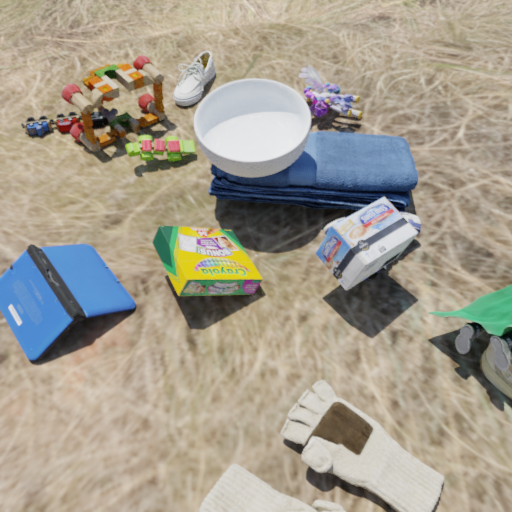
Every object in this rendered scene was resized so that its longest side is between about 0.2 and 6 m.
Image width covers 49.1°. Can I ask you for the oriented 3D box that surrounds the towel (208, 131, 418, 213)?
[{"bbox_3d":[1.083,-1.703,10.926,3.814,0.926,2.129,4,38,5],"label":"towel"}]

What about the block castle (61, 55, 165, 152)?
[{"bbox_3d":[-3.072,-3.362,12.171,2.142,1.431,1.005,-33,62,-26],"label":"block castle"}]

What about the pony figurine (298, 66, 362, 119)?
[{"bbox_3d":[1.538,-3.506,12.632,1.506,1.254,1.454,22,19,23],"label":"pony figurine"}]

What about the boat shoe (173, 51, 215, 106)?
[{"bbox_3d":[-1.475,-4.392,13.500,0.688,0.794,1.864,16,50,14],"label":"boat shoe"}]

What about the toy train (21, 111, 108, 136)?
[{"bbox_3d":[-4.264,-2.975,12.569,1.917,0.327,0.439,-10,61,-10],"label":"toy train"}]

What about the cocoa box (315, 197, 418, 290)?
[{"bbox_3d":[1.705,-0.201,8.730,1.232,0.822,0.809,-28,70,-29],"label":"cocoa box"}]

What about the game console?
[{"bbox_3d":[-3.218,0.706,9.323,1.568,1.087,1.837,-47,57,2],"label":"game console"}]

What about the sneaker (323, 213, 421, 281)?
[{"bbox_3d":[2.085,-0.116,9.768,1.819,0.735,1.051,-7,71,-26],"label":"sneaker"}]

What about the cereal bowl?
[{"bbox_3d":[-0.052,-2.144,9.875,2.012,0.838,2.012,-1,59,2],"label":"cereal bowl"}]

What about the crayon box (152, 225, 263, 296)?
[{"bbox_3d":[-0.806,0.077,9.280,1.470,0.428,1.268,1,41,-38],"label":"crayon box"}]

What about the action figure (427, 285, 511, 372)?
[{"bbox_3d":[4.449,0.853,8.548,3.175,0.868,1.876,-15,22,-28],"label":"action figure"}]

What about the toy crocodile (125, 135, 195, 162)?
[{"bbox_3d":[-1.969,-2.239,11.575,1.448,0.447,0.489,-3,84,-18],"label":"toy crocodile"}]

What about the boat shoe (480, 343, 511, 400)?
[{"bbox_3d":[4.315,1.983,7.726,0.909,0.818,2.520,-31,55,-25],"label":"boat shoe"}]

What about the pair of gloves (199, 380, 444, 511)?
[{"bbox_3d":[0.877,2.916,6.915,2.214,0.456,2.604,35,49,26],"label":"pair of gloves"}]
